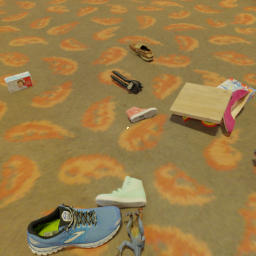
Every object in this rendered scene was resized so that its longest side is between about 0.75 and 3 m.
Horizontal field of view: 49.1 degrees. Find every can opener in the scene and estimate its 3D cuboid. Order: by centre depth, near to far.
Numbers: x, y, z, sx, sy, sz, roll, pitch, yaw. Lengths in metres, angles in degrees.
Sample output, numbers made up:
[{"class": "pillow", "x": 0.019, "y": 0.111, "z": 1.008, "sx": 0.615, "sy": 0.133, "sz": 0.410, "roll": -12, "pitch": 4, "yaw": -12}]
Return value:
[{"class": "can opener", "x": -0.149, "y": -2.219, "z": 13.510, "sx": 1.823, "sy": 0.578, "sz": 0.717, "roll": 29, "pitch": 15, "yaw": 24}]

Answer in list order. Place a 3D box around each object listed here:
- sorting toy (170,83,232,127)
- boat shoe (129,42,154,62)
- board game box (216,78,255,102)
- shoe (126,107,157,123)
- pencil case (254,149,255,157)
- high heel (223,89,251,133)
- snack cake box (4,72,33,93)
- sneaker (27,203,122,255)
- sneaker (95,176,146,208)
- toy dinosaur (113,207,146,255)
[{"class": "sorting toy", "x": 3.123, "y": -0.925, "z": 11.948, "sx": 2.060, "sy": 0.717, "sz": 2.047, "roll": 15, "pitch": 48, "yaw": 25}, {"class": "boat shoe", "x": 0.778, "y": -4.366, "z": 15.479, "sx": 0.699, "sy": 0.682, "sz": 1.848, "roll": -30, "pitch": 53, "yaw": -26}, {"class": "board game box", "x": 4.917, "y": -1.634, "z": 13.002, "sx": 1.382, "sy": 0.386, "sz": 1.353, "roll": -33, "pitch": 53, "yaw": -28}, {"class": "shoe", "x": 0.581, "y": -0.706, "z": 12.046, "sx": 1.273, "sy": 0.455, "sz": 0.579, "roll": -21, "pitch": 53, "yaw": -15}, {"class": "pencil case", "x": 5.112, "y": 1.609, "z": 9.362, "sx": 1.056, "sy": 1.011, "sz": 2.441, "roll": 5, "pitch": 46, "yaw": -9}, {"class": "high heel", "x": 4.546, "y": -0.731, "z": 11.609, "sx": 1.069, "sy": 0.751, "sz": 2.229, "roll": -8, "pitch": 41, "yaw": 28}, {"class": "snack cake box", "x": -5.190, "y": -2.191, "z": 13.363, "sx": 1.138, "sy": 0.654, "sz": 0.382, "roll": -22, "pitch": 50, "yaw": -21}, {"class": "sneaker", "x": -1.516, "y": 2.811, "z": 8.049, "sx": 2.787, "sy": 1.242, "sz": 1.095, "roll": -12, "pitch": 47, "yaw": -13}, {"class": "sneaker", "x": -0.258, "y": 2.077, "z": 9.200, "sx": 1.635, "sy": 0.602, "sz": 0.964, "roll": 3, "pitch": 50, "yaw": -11}, {"class": "toy dinosaur", "x": 0.369, "y": 3.187, "z": 8.072, "sx": 1.664, "sy": 0.873, "sz": 1.510, "roll": -1, "pitch": 74, "yaw": -55}]
